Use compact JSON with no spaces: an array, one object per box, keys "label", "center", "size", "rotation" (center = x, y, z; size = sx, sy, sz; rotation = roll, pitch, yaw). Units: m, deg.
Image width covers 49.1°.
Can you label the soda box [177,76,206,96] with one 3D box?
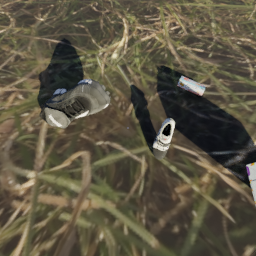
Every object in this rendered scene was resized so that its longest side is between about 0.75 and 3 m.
[{"label":"soda box","center":[2.010,-1.336,8.893],"size":[0.849,0.290,0.270],"rotation":[24,32,4]}]

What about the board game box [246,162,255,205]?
[{"label":"board game box","center":[3.241,1.204,5.645],"size":[0.913,1.742,0.897],"rotation":[-24,58,36]}]

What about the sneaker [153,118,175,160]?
[{"label":"sneaker","center":[0.885,0.299,7.120],"size":[0.413,1.114,0.493],"rotation":[16,9,7]}]

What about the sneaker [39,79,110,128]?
[{"label":"sneaker","center":[-1.501,-0.508,7.303],"size":[2.744,0.912,1.242],"rotation":[-2,42,52]}]
